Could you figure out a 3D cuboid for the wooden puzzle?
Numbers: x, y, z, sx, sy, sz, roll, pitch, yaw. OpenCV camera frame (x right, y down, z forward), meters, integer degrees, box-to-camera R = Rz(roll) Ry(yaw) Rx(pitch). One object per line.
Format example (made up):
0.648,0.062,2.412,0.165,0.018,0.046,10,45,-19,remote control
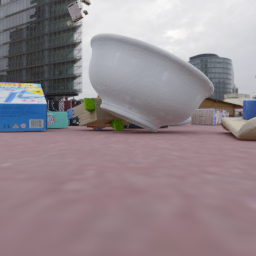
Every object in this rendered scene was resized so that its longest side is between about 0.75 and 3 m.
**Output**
2.686,-0.171,4.067,2.371,0.593,2.560,0,2,13,wooden puzzle

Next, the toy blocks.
-0.555,-0.303,6.710,1.869,0.934,1.278,-1,-9,-41,toy blocks

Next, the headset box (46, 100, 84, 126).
-2.432,-0.612,11.662,2.701,1.013,2.007,0,2,-14,headset box

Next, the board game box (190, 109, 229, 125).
3.740,-0.487,12.791,1.453,0.703,1.158,-1,2,-44,board game box

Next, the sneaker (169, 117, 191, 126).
0.972,-0.935,10.977,2.995,1.704,1.130,0,2,-3,sneaker

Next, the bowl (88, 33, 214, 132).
0.232,-0.649,5.287,2.474,1.112,2.474,23,-1,1,bowl

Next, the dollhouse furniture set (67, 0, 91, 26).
-1.749,-3.898,8.864,1.012,0.863,0.494,-23,-3,21,dollhouse furniture set

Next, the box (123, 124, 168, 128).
0.262,-1.091,8.679,1.336,2.151,2.169,-1,3,-19,box

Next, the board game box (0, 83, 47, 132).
-2.915,-0.521,6.089,2.106,0.588,2.062,-1,20,-21,board game box

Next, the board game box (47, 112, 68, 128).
-2.796,-0.230,7.980,1.592,0.471,2.093,-1,2,-30,board game box
